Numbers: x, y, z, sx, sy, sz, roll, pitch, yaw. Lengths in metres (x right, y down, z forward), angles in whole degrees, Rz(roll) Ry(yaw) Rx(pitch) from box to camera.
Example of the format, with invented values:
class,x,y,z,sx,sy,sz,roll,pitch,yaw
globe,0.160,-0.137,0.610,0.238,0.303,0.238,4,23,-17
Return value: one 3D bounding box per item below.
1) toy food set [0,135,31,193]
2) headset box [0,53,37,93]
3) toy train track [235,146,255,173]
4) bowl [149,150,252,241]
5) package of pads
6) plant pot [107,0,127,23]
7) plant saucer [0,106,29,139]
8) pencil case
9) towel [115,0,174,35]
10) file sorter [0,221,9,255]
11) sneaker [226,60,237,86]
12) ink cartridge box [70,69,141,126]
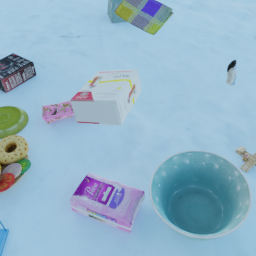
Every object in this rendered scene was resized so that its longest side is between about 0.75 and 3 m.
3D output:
class,x,y,z,sx,sy,sz,roll,pitch,yaw
toy food set,-4.568,1.298,9.541,2.441,0.594,2.417,-10,44,-13
headset box,-5.775,-2.630,13.454,1.560,0.787,2.099,26,50,24
toy train track,4.865,1.319,9.724,1.352,0.383,2.357,-32,53,-28
bowl,2.003,2.102,8.059,2.696,1.410,2.696,-5,47,5
package of pads,-0.604,2.215,8.525,2.028,0.767,1.222,16,45,16
plant pot,-0.426,-8.156,18.422,1.729,1.761,1.724,-10,46,-9
plant saucer,-5.092,-0.328,11.464,1.931,0.300,1.931,1,44,-1
pencil case,-2.575,-0.729,11.536,1.922,0.831,0.796,-14,79,-13
towel,0.561,-4.304,10.311,1.882,0.214,1.352,37,80,13
file sorter,-4.187,3.059,7.601,1.403,0.861,0.974,0,45,-1
sneaker,3.697,-1.942,9.897,0.337,0.929,0.334,14,-4,-34
ink cartridge box,-0.446,-0.750,6.388,1.097,0.630,1.511,2,35,21
